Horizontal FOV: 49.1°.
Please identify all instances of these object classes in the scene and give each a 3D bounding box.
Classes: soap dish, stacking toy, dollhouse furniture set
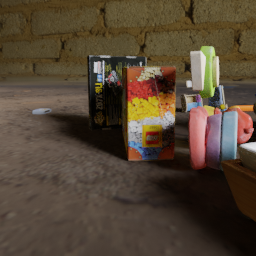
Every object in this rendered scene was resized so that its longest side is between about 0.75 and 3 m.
[{"bbox_3d":[2.323,0.761,2.742,1.767,0.912,2.247,-4,13,-18],"label":"soap dish"},{"bbox_3d":[1.863,-0.426,5.317,1.047,2.244,2.479,2,16,21],"label":"stacking toy"},{"bbox_3d":[3.096,-1.361,11.404,1.060,1.534,1.625,-9,3,-35],"label":"dollhouse furniture set"}]

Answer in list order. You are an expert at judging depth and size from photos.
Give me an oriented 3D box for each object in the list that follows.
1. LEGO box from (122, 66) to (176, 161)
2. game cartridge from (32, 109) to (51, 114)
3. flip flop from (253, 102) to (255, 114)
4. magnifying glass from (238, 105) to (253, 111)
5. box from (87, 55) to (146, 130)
[{"bbox_3d":[0.373,-0.494,6.497,0.949,1.831,2.459,-1,11,-3],"label":"LEGO box"},{"bbox_3d":[-3.598,-0.695,11.635,0.535,0.167,0.803,6,13,8],"label":"game cartridge"},{"bbox_3d":[4.897,-0.435,8.181,1.160,0.824,2.861,-3,24,-19],"label":"flip flop"},{"bbox_3d":[5.940,-0.855,12.195,2.648,0.297,1.054,0,12,-8],"label":"magnifying glass"},{"bbox_3d":[-0.325,-1.054,8.383,1.721,2.155,0.532,-4,11,-15],"label":"box"}]
